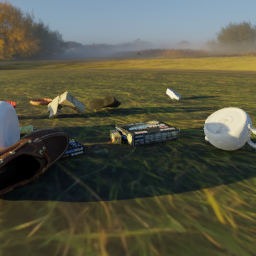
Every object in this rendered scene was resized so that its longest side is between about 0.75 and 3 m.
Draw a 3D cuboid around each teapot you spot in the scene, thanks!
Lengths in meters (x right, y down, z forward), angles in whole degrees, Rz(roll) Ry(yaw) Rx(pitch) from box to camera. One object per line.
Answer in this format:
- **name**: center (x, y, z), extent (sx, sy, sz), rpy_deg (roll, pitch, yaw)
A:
- **teapot**: center (2.981, 0.157, 8.125), extent (1.389, 1.028, 1.407), rpy_deg (-27, 31, 11)

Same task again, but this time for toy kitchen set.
- **toy kitchen set**: center (-2.800, -0.701, 12.471), extent (1.261, 1.138, 1.029), rpy_deg (-28, 43, 29)

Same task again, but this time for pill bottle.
- **pill bottle**: center (-4.240, 0.221, 6.548), extent (2.994, 1.635, 1.635), rpy_deg (-2, 15, -8)

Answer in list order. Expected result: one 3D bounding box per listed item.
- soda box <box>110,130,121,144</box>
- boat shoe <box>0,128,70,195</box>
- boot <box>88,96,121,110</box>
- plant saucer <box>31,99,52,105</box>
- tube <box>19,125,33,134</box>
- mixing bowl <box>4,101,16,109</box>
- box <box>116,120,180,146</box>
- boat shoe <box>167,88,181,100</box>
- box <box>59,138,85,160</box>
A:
- **soda box**: center (-0.398, 0.285, 8.960), extent (0.244, 0.258, 0.761), rpy_deg (-3, 16, -11)
- **boat shoe**: center (-2.192, 0.748, 6.020), extent (0.967, 0.968, 2.749), rpy_deg (7, 24, 33)
- **boot**: center (-1.132, -1.120, 13.764), extent (1.457, 0.565, 1.008), rpy_deg (-7, -11, 21)
- **plant saucer**: center (-4.784, -1.448, 15.504), extent (1.160, 0.187, 1.160), rpy_deg (1, 15, 0)
- **tube**: center (-3.803, 0.110, 9.663), extent (0.988, 0.256, 0.287), rpy_deg (-10, -20, -6)
- **mixing bowl**: center (-5.275, -0.709, 11.901), extent (1.036, 0.561, 1.036), rpy_deg (0, 26, 0)
- **box**: center (0.618, 0.130, 9.262), extent (1.697, 0.390, 1.349), rpy_deg (-7, 17, -24)
- **boat shoe**: center (2.786, -1.992, 17.120), extent (0.436, 0.387, 1.185), rpy_deg (-1, 35, -30)
- **box**: center (-1.913, 0.596, 7.791), extent (1.150, 0.265, 0.914), rpy_deg (-12, 19, -38)
